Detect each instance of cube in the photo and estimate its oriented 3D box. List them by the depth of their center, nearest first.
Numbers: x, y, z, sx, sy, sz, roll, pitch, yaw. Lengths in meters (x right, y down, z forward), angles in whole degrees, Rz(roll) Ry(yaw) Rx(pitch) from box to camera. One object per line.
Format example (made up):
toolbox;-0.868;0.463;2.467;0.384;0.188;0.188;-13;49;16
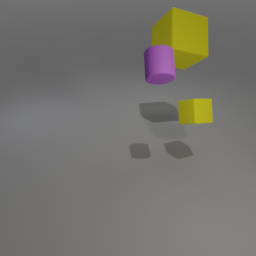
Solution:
cube;1.964;-0.476;8.190;0.700;0.700;0.700;-4;1;-30
cube;1.732;-2.961;9.520;1.400;1.400;1.400;5;-9;-23

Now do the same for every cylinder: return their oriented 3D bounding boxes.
cylinder;0.736;-1.466;6.569;0.700;0.700;0.700;-2;-12;-1
